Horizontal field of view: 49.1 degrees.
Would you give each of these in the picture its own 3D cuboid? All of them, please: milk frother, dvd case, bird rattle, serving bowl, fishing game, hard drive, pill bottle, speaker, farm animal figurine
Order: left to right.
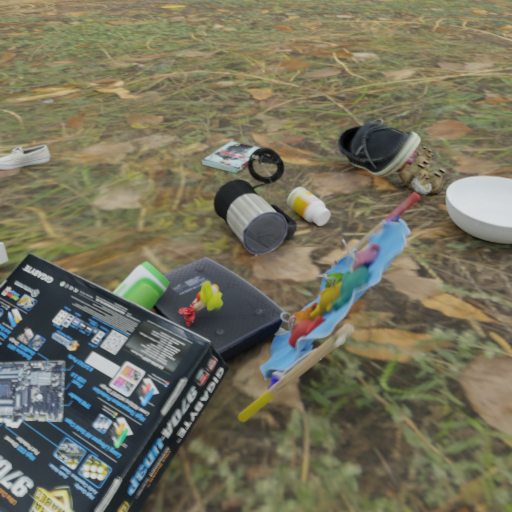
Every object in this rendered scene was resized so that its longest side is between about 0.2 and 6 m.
[{"bbox_3d":[-2.197,0.831,9.535,1.514,0.670,0.670,-48,50,-11],"label":"speaker"},{"bbox_3d":[-0.872,0.773,9.156,0.456,0.809,0.659,42,27,-6],"label":"bird rattle"},{"bbox_3d":[-0.821,0.920,9.932,1.667,0.523,2.471,-24,37,-31],"label":"hard drive"},{"bbox_3d":[-0.626,-2.800,15.803,1.137,0.171,1.557,18,39,25],"label":"dvd case"},{"bbox_3d":[0.109,-1.230,12.106,1.590,1.762,1.657,-12,36,-24],"label":"milk frother"},{"bbox_3d":[1.231,-1.119,12.945,0.552,0.552,0.994,-23,48,-30],"label":"pill bottle"},{"bbox_3d":[1.049,0.545,8.571,0.697,3.212,4.485,42,41,0],"label":"fishing game"},{"bbox_3d":[4.133,-2.073,14.273,1.560,0.813,1.542,-17,49,-35],"label":"farm animal figurine"},{"bbox_3d":[5.393,-0.929,12.518,2.331,0.767,2.331,-1,34,0],"label":"serving bowl"}]

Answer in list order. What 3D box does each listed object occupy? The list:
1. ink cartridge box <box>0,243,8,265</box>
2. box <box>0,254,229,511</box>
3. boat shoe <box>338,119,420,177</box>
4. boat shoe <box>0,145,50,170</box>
[{"bbox_3d":[-5.607,0.035,11.132,0.987,0.409,0.725,-1,18,18],"label":"ink cartridge box"},{"bbox_3d":[-2.649,1.801,7.471,3.667,0.844,2.915,20,64,28],"label":"box"},{"bbox_3d":[2.940,-2.741,13.997,1.013,1.214,3.255,36,2,-18],"label":"boat shoe"},{"bbox_3d":[-6.489,-2.749,15.436,1.494,0.491,0.538,-12,36,-16],"label":"boat shoe"}]
